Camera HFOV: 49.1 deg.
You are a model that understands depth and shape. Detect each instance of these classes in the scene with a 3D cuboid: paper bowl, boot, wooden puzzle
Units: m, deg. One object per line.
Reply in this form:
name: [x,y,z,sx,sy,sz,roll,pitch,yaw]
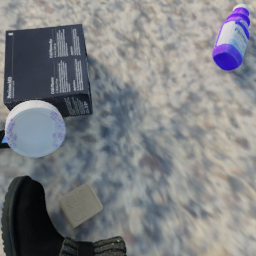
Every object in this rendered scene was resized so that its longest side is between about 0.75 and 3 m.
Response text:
paper bowl: [-2.007,-0.017,6.079,1.213,1.213,0.631,-24,35,-10]
boot: [-1.139,2.224,5.441,2.162,1.088,2.892,-10,73,-2]
wooden puzzle: [-1.050,1.712,6.229,0.792,0.183,0.733,-32,67,-12]

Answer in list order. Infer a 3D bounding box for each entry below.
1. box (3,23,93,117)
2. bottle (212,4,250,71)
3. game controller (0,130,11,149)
box: [-1.965,-1.394,7.081,1.926,1.101,2.115,-6,67,-5]
bottle: [2.939,-2.572,7.762,0.843,0.659,2.019,38,63,-28]
game controller: [-2.703,0.235,6.735,1.067,0.225,0.556,-4,57,9]
